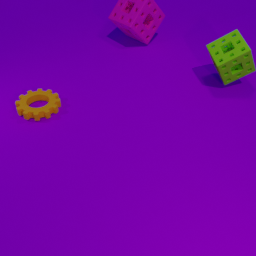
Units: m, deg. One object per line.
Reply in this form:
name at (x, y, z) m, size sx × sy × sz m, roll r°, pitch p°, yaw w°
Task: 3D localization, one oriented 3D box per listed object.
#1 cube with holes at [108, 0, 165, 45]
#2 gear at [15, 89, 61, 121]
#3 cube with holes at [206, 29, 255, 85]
cube with holes at (0.352, -4.337, 10.927) m, size 1.315 × 1.315 × 1.315 m, roll 36°, pitch 97°, yaw 35°
gear at (-2.659, -0.716, 8.332) m, size 1.261 × 0.233 × 1.261 m, roll 2°, pitch 42°, yaw -1°
cube with holes at (3.204, -2.183, 8.732) m, size 0.999 × 0.999 × 0.999 m, roll -25°, pitch 53°, yaw 18°
